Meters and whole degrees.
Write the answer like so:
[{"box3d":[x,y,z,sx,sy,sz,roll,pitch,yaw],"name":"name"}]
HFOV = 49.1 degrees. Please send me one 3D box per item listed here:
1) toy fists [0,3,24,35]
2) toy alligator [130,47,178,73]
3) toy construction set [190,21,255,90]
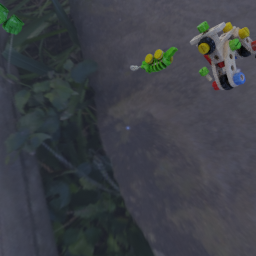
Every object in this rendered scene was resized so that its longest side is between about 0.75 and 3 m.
[{"box3d":[-2.952,-2.598,6.749,0.437,0.858,0.295,-41,52,11],"name":"toy fists"},{"box3d":[0.624,-1.588,7.117,0.458,1.544,0.419,15,69,-41],"name":"toy alligator"},{"box3d":[2.248,-2.034,6.984,1.760,2.110,1.621,-46,106,-5],"name":"toy construction set"}]
